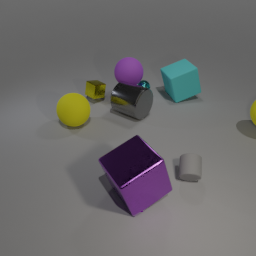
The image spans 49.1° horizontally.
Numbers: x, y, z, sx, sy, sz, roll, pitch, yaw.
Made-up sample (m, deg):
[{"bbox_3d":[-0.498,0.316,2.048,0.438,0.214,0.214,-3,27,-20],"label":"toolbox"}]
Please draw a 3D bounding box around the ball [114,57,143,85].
[{"bbox_3d":[0.041,-2.676,13.441,1.400,1.400,1.400,0,32,0],"label":"ball"}]

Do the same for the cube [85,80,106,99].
[{"bbox_3d":[-1.583,-1.880,13.610,0.700,0.700,0.700,30,30,36],"label":"cube"}]

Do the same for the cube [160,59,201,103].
[{"bbox_3d":[2.607,-2.356,13.885,1.400,1.400,1.400,-23,35,-2],"label":"cube"}]

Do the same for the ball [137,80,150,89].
[{"bbox_3d":[0.806,-2.129,14.496,0.700,0.700,0.700,0,32,0],"label":"ball"}]

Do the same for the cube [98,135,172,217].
[{"bbox_3d":[0.222,1.343,8.063,1.400,1.400,1.400,-32,41,-13],"label":"cube"}]

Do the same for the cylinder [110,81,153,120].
[{"bbox_3d":[0.177,-1.238,12.434,1.400,1.400,1.400,22,38,31],"label":"cylinder"}]

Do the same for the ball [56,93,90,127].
[{"bbox_3d":[-2.271,-0.761,11.686,1.400,1.400,1.400,0,32,0],"label":"ball"}]

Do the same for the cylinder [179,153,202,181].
[{"bbox_3d":[1.990,1.256,8.916,0.700,0.700,0.700,5,61,8],"label":"cylinder"}]

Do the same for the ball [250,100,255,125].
[{"bbox_3d":[5.398,-0.593,10.632,1.400,1.400,1.400,0,32,0],"label":"ball"}]
